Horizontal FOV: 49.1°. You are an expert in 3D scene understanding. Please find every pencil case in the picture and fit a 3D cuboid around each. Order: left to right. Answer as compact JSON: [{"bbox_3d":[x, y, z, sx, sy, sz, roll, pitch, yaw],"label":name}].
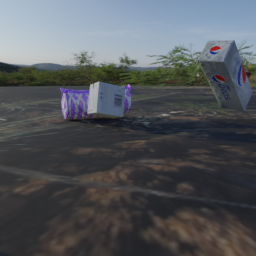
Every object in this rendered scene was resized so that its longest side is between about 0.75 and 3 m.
[{"bbox_3d":[-0.993,-0.871,9.206,2.412,1.031,1.012,-10,43,-26],"label":"pencil case"}]

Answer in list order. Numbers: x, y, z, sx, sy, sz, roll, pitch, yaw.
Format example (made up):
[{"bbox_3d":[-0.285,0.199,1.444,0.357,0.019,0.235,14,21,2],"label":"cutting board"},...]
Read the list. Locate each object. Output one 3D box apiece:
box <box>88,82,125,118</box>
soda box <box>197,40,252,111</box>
[{"bbox_3d":[-0.604,-0.768,7.921,0.878,0.874,0.574,8,-7,-33],"label":"box"},{"bbox_3d":[3.256,-1.639,9.175,0.908,0.844,2.659,15,-21,42],"label":"soda box"}]
